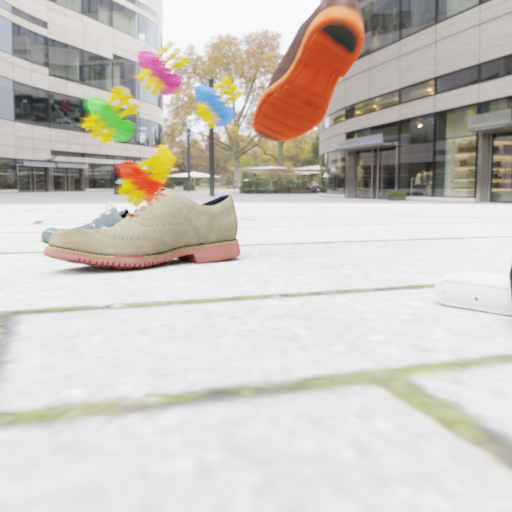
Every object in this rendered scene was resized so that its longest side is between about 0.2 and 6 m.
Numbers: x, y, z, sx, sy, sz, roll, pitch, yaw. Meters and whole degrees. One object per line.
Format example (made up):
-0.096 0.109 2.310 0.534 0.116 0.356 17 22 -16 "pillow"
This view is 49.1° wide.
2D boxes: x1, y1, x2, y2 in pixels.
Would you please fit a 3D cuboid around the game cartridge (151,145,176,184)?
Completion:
-2.372 -2.331 14.167 0.125 0.768 0.677 -2 44 -49 "game cartridge"

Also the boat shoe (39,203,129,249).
-2.458 -0.507 10.339 3.071 0.949 1.118 0 7 3 "boat shoe"

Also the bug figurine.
-2.186 -3.046 12.801 2.856 3.682 0.947 48 -11 -32 "bug figurine"

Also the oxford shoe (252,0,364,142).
0.922 -3.291 10.096 1.175 1.197 3.301 21 -33 -18 "oxford shoe"

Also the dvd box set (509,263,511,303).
3.039 0.351 4.713 1.659 0.244 1.214 13 15 20 "dvd box set"

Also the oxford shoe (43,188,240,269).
-1.697 -0.460 8.789 3.256 1.217 1.147 -6 9 -41 "oxford shoe"

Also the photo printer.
2.331 0.361 5.696 0.755 0.315 0.907 -7 10 -45 "photo printer"
